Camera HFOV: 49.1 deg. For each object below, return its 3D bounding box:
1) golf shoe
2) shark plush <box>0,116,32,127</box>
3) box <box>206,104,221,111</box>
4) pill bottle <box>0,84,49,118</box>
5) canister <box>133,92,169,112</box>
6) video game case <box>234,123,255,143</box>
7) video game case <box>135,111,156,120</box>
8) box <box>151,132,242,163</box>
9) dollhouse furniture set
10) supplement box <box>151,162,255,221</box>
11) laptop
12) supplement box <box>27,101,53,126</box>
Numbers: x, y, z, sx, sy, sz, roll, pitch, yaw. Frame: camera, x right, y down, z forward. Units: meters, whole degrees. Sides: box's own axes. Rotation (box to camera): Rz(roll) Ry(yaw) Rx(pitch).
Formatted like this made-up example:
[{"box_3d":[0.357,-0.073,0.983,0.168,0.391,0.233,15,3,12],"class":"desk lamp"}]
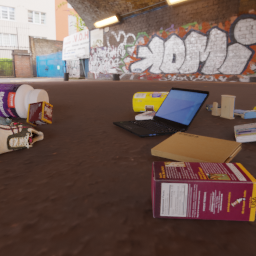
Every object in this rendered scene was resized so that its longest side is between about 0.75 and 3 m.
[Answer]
[{"box_3d":[-3.048,0.254,7.433,0.888,0.778,2.016,8,14,9],"class":"golf shoe"},{"box_3d":[-3.804,-0.049,8.852,1.721,0.717,0.782,10,16,38],"class":"shark plush"},{"box_3d":[4.651,-1.050,14.572,1.086,0.277,0.856,2,11,7],"class":"box"},{"box_3d":[-4.929,-1.182,12.249,2.648,1.475,1.475,3,13,11],"class":"pill bottle"},{"box_3d":[1.593,-1.314,14.069,2.387,1.033,1.773,2,12,17],"class":"canister"},{"box_3d":[4.341,0.064,8.681,1.938,0.214,1.764,-8,9,20],"class":"video game case"},{"box_3d":[1.421,-0.511,12.282,1.737,0.200,1.583,6,13,25],"class":"video game case"},{"box_3d":[1.726,0.525,7.087,1.819,0.193,1.487,11,23,36],"class":"box"},{"box_3d":[4.897,-1.021,12.759,1.514,0.988,1.429,-4,13,-21],"class":"dollhouse furniture set"},{"box_3d":[1.113,0.952,4.373,1.477,0.633,0.815,1,12,3],"class":"supplement box"},{"box_3d":[1.116,-0.681,10.202,2.713,1.401,2.404,-5,13,-23],"class":"laptop"},{"box_3d":[-3.285,-0.534,10.451,0.753,0.742,0.500,-8,-19,20],"class":"supplement box"}]
